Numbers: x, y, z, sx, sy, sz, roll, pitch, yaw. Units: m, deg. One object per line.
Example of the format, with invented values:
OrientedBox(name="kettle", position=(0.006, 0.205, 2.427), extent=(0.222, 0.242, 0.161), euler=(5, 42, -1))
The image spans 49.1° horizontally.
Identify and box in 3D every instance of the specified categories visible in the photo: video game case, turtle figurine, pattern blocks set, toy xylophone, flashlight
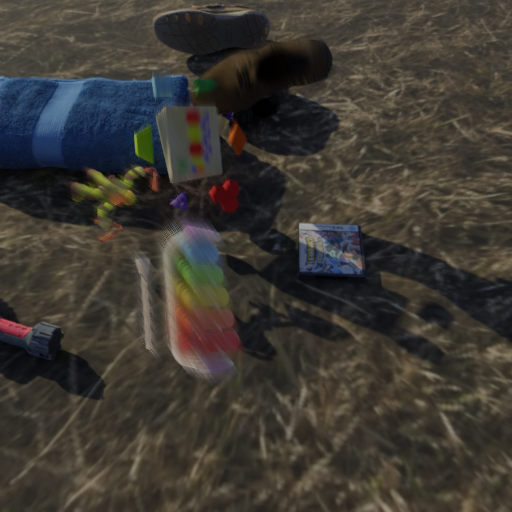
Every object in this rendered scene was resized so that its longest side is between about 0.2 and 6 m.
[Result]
OrientedBox(name="video game case", position=(1.367, -0.088, 10.319), extent=(1.202, 0.170, 1.330), euler=(2, 46, 2))
OrientedBox(name="turtle figurine", position=(-2.638, -1.074, 9.878), extent=(1.363, 0.544, 1.690), euler=(17, 66, 29))
OrientedBox(name="pattern blocks set", position=(-1.211, -2.103, 10.580), extent=(2.179, 2.479, 0.201), euler=(2, 3, -26))
OrientedBox(name="toy xylophone", position=(-0.803, 0.560, 6.799), extent=(0.456, 1.817, 1.330), euler=(-12, -3, 31))
OrientedBox(name="flashlight", position=(-3.889, 1.113, 8.897), extent=(1.680, 0.569, 0.571), euler=(12, 45, 13))

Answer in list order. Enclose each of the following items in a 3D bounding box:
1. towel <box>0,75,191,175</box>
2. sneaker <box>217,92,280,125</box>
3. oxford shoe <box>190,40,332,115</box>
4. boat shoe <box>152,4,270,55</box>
OrientedBox(name="towel", position=(-3.903, -2.973, 12.392), extent=(4.912, 1.192, 2.742), euler=(4, 47, 3))
OrientedBox(name="sneaker", position=(0.144, -3.908, 13.629), extent=(1.217, 0.850, 2.446), euler=(28, 56, 18))
OrientedBox(name="oxford shoe", position=(-0.116, -3.476, 10.700), extent=(2.935, 1.067, 1.239), euler=(-15, 9, 24))
OrientedBox(name="boat shoe", position=(-1.308, -6.509, 15.901), extent=(3.295, 1.248, 1.183), euler=(-4, 42, -17))
